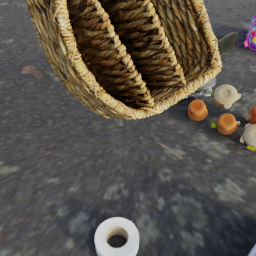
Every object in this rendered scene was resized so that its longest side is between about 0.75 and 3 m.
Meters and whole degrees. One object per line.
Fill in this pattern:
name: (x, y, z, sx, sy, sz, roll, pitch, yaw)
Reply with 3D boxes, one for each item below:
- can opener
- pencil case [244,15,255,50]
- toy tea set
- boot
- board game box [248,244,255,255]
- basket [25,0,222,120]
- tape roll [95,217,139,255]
can opener: (1.252, -1.225, 8.331, 2.654, 0.887, 0.708, -4, 41, -5)
pencil case: (5.416, -4.011, 11.591, 0.976, 0.976, 2.208, 17, 42, 19)
toy tea set: (2.805, -0.313, 7.559, 2.361, 0.874, 1.404, 29, 78, 25)
boot: (3.420, -3.478, 11.189, 1.831, 0.709, 1.266, -29, 43, -31)
board game box: (2.627, 2.451, 4.141, 2.357, 0.727, 2.355, 20, 45, 22)
basket: (-0.053, -1.395, 4.356, 1.962, 2.633, 1.879, 7, 48, 44)
tape roll: (-0.193, 2.012, 5.005, 0.797, 0.279, 0.797, 0, 40, 0)
